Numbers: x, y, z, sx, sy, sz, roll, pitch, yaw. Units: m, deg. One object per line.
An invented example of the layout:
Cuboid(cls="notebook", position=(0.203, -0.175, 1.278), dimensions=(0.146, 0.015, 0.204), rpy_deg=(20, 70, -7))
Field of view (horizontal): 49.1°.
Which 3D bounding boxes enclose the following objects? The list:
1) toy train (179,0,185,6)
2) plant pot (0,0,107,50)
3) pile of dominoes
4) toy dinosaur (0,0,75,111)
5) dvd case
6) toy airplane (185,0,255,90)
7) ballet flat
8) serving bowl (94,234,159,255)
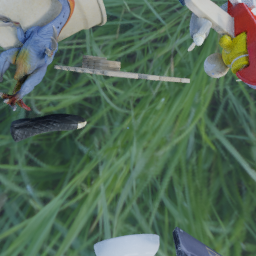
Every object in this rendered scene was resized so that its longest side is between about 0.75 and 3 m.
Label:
Cuboid(cls="toy train", position=(1.647, -3.956, 6.225), dimensions=(2.294, 0.994, 1.311), rpy_deg=(-36, 66, 23))
Cuboid(cls="plant pot", position=(-2.223, -2.913, 6.624), dimensions=(2.378, 2.598, 2.598), rpy_deg=(-39, 68, -6))
Cuboid(cls="pile of dominoes", position=(-0.195, -1.216, 5.523), dimensions=(1.782, 0.364, 2.286), rpy_deg=(-4, 14, -40))
Cuboid(cls="toy dinosaur", position=(-2.069, -1.777, 5.948), dimensions=(1.475, 2.809, 2.549), rpy_deg=(43, 85, -6))
Cuboid(cls="dvd case", position=(1.894, 2.647, 4.350), dimensions=(2.576, 1.916, 0.206), rpy_deg=(33, 94, 3))
Cuboid(cls="toy airplane", position=(2.356, -1.916, 6.163), dimensions=(2.527, 1.783, 2.516), rpy_deg=(49, 35, 2))
Cuboid(cls="ballet flat", position=(-1.731, -0.027, 6.165), dimensions=(1.612, 0.458, 0.536), rpy_deg=(-7, 26, -12))
Cuboid(cls="serving bowl", position=(0.003, 2.135, 4.804), dimensions=(1.140, 1.140, 0.375), rpy_deg=(-7, 60, -4))
